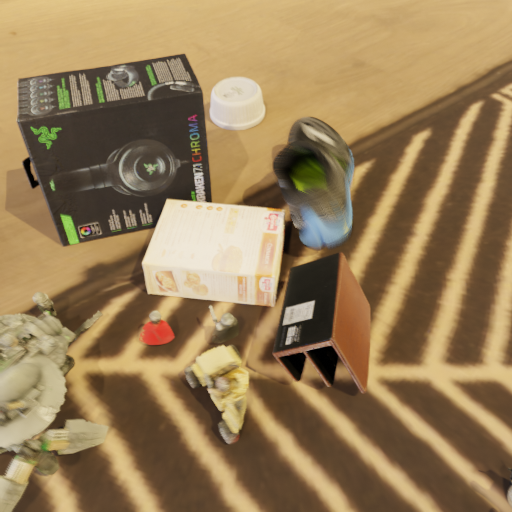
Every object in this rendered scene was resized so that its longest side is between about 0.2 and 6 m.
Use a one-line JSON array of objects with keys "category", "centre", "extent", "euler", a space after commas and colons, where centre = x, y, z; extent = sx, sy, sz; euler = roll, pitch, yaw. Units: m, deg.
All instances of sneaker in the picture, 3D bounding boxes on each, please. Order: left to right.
[{"category": "sneaker", "centre": [0.935, -1.488, 9.038], "extent": [1.092, 1.276, 3.079], "euler": [-17, 37, 17]}]

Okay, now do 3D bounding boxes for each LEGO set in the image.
[{"category": "LEGO set", "centre": [-2.342, 1.245, 6.481], "extent": [4.546, 1.288, 2.953], "euler": [-17, 48, -16]}]

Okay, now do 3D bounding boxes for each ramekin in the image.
[{"category": "ramekin", "centre": [-0.387, -3.118, 11.333], "extent": [1.133, 0.594, 1.133], "euler": [-1, 50, 1]}]

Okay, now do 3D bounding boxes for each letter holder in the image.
[{"category": "letter holder", "centre": [0.925, 0.939, 7.246], "extent": [0.793, 1.121, 1.577], "euler": [-18, 33, 26]}]

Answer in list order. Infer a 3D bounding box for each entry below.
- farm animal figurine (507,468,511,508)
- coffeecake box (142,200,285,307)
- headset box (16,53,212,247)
[{"category": "farm animal figurine", "centre": [2.889, 2.735, 5.499], "extent": [1.308, 0.682, 1.294], "euler": [-13, 34, -2]}, {"category": "coffeecake box", "centre": [-0.557, -0.074, 8.259], "extent": [1.850, 0.676, 1.420], "euler": [6, 45, 6]}, {"category": "headset box", "centre": [-2.151, -1.585, 8.605], "extent": [2.675, 2.329, 1.241], "euler": [-12, 46, -12]}]
